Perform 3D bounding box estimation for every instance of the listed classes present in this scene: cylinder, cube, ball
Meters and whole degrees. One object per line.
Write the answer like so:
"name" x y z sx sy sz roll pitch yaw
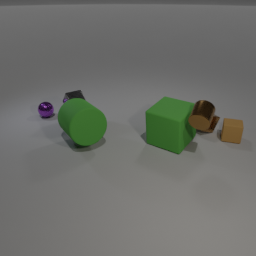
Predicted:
"cylinder" 2.361 -0.413 8.949 0.700 0.700 0.700 13 53 24
"cube" -2.187 -1.048 11.498 0.700 0.700 0.700 -17 75 -29
"cube" 3.104 -0.299 11.260 0.700 0.700 0.700 7 23 -38
"cube" 3.986 0.100 10.735 0.700 0.700 0.700 8 27 15
"cube" 1.602 -0.144 10.284 1.400 1.400 1.400 18 39 32
"cylinder" -1.670 -0.244 10.133 1.400 1.400 1.400 -15 26 -26
"ball" -3.676 -0.829 12.540 0.700 0.700 0.700 0 27 0
